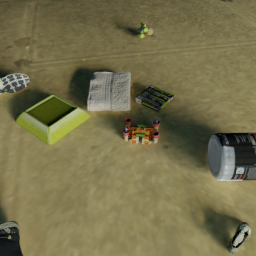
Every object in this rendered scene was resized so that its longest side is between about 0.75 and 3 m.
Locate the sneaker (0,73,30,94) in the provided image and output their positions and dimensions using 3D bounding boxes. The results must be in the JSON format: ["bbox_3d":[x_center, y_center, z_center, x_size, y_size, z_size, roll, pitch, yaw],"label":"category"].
[{"bbox_3d":[-4.156,-1.513,9.358,1.650,0.639,0.657,-17,37,-18],"label":"sneaker"}]

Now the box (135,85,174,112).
[{"bbox_3d":[0.855,-0.967,9.032,0.924,0.220,0.892,27,47,28],"label":"box"}]

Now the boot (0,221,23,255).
[{"bbox_3d":[-2.583,2.413,5.171,1.306,0.472,0.987,-21,49,-21],"label":"boot"}]

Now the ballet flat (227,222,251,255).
[{"bbox_3d":[2.261,2.142,5.573,0.284,0.315,0.836,31,51,29],"label":"ballet flat"}]

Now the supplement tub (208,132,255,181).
[{"bbox_3d":[2.915,0.661,6.577,1.844,1.130,1.130,0,43,-1],"label":"supplement tub"}]

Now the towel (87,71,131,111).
[{"bbox_3d":[-0.578,-1.272,9.257,1.361,0.354,2.053,-1,43,0],"label":"towel"}]

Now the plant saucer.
[{"bbox_3d":[-2.238,-0.404,8.284,1.623,0.389,1.626,28,50,27],"label":"plant saucer"}]

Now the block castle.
[{"bbox_3d":[0.367,0.042,7.743,0.996,0.467,0.665,5,43,5],"label":"block castle"}]

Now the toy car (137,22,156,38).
[{"bbox_3d":[0.882,-4.281,12.537,0.765,0.604,0.629,15,40,-27],"label":"toy car"}]
